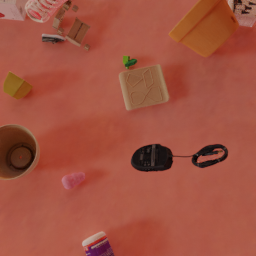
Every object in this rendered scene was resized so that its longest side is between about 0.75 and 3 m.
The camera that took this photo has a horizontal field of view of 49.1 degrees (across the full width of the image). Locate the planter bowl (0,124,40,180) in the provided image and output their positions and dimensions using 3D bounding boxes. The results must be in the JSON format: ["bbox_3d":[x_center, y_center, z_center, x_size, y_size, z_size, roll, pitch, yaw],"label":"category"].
[{"bbox_3d":[-3.802,0.902,9.500,1.816,1.222,1.816,0,74,-1],"label":"planter bowl"}]

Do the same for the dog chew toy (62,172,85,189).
[{"bbox_3d":[-1.855,1.771,9.646,0.809,0.504,0.504,-23,75,-16],"label":"dog chew toy"}]

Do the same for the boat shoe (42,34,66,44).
[{"bbox_3d":[-2.997,-3.553,11.298,0.974,0.351,0.345,7,90,7],"label":"boat shoe"}]

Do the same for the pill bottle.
[{"bbox_3d":[-0.827,4.068,8.794,0.796,0.796,1.415,-25,75,-7],"label":"pill bottle"}]

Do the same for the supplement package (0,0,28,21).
[{"bbox_3d":[-5.088,-5.139,11.363,1.672,1.014,1.001,6,74,2],"label":"supplement package"}]

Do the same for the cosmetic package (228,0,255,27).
[{"bbox_3d":[4.814,-5.554,11.676,1.075,0.660,2.605,9,74,2],"label":"cosmetic package"}]

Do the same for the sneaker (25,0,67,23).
[{"bbox_3d":[-2.249,-3.673,8.047,0.785,2.087,1.091,39,64,-33],"label":"sneaker"}]

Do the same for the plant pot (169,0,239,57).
[{"bbox_3d":[2.928,-3.803,10.440,1.670,2.386,2.386,44,78,-5],"label":"plant pot"}]

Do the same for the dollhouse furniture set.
[{"bbox_3d":[-2.125,-4.104,11.465,1.712,0.836,1.460,29,75,-17],"label":"dollhouse furniture set"}]

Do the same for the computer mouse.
[{"bbox_3d":[1.373,0.849,7.854,2.743,0.467,0.804,-5,55,23],"label":"computer mouse"}]

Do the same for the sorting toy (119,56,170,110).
[{"bbox_3d":[0.524,-1.880,10.772,1.672,0.333,2.262,-13,78,1],"label":"sorting toy"}]

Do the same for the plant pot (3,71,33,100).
[{"bbox_3d":[-4.189,-1.518,10.488,0.751,0.746,0.768,30,85,8],"label":"plant pot"}]
